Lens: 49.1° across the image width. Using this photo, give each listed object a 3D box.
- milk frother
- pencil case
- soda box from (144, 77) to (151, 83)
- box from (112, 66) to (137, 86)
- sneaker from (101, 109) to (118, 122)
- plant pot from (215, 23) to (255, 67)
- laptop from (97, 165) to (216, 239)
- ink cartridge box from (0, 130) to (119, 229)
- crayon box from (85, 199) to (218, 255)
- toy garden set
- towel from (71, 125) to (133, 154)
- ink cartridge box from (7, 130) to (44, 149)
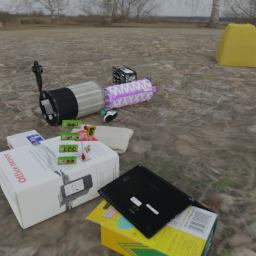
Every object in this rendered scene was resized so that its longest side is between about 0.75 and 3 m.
[{"bbox_3d":[-2.587,-1.654,11.763,2.355,2.504,2.260,-22,29,-39],"label":"milk frother"},{"bbox_3d":[0.008,-1.573,13.146,2.644,1.109,1.130,-19,22,-30],"label":"pencil case"},{"bbox_3d":[1.110,-2.513,15.925,0.416,0.465,1.314,-4,24,5],"label":"soda box"},{"bbox_3d":[-0.186,-2.386,14.593,0.727,1.382,1.687,-11,26,-21],"label":"box"},{"bbox_3d":[-0.913,-0.548,11.800,0.587,0.407,0.972,17,22,22],"label":"sneaker"},{"bbox_3d":[8.460,-6.457,21.520,2.799,2.882,2.818,5,26,9],"label":"plant pot"},{"bbox_3d":[0.686,1.743,6.576,2.065,1.067,1.830,-28,35,-29],"label":"laptop"},{"bbox_3d":[-1.858,1.149,7.349,2.668,1.112,1.937,-17,30,-32],"label":"ink cartridge box"},{"bbox_3d":[0.502,2.081,5.964,2.400,0.610,1.524,15,29,27],"label":"crayon box"},{"bbox_3d":[-1.152,0.356,6.524,0.860,1.032,0.206,2,10,-41],"label":"toy garden set"},{"bbox_3d":[-1.024,0.385,9.897,2.222,0.383,1.473,5,27,10],"label":"towel"},{"bbox_3d":[-3.182,0.676,9.248,1.013,0.397,2.139,-17,28,-33],"label":"ink cartridge box"}]
